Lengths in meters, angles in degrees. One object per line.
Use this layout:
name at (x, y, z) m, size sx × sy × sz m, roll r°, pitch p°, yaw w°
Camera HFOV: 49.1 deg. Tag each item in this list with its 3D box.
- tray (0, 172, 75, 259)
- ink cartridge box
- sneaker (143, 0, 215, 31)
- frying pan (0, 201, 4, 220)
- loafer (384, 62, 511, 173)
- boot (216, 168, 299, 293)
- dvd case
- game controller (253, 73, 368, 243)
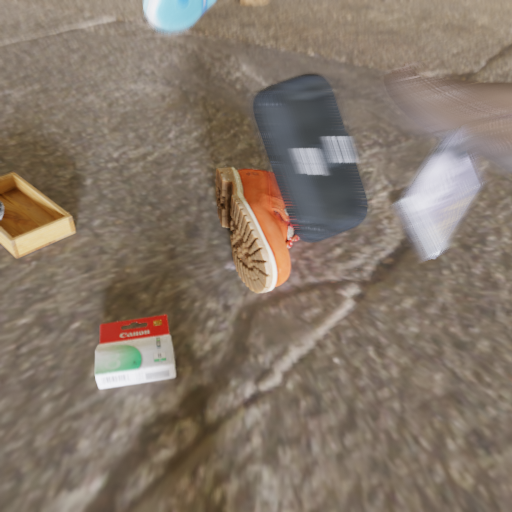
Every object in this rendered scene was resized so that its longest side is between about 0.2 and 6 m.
tray at (-4.478, -0.808, 10.408) m, size 1.134 × 0.426 × 2.300 m, roll -30°, pitch 45°, yaw -34°
ink cartridge box at (-1.688, 1.220, 7.778) m, size 1.023 × 0.318 × 1.271 m, roll -7°, pitch 39°, yaw -10°
sneaker at (-1.587, -5.014, 10.055) m, size 1.606 × 0.978 × 2.460 m, roll 29°, pitch 54°, yaw 12°
frying pan at (-5.512, -0.784, 10.057) m, size 2.297 × 0.374 × 1.390 m, roll 21°, pitch 57°, yaw 29°
loafer at (3.309, -2.005, 7.905) m, size 3.118 × 1.107 × 1.139 m, roll 28°, pitch 26°, yaw 1°
boot at (0.357, -0.609, 9.547) m, size 1.761 × 1.232 × 3.284 m, roll -2°, pitch 35°, yaw -11°
dvd case at (2.066, -0.690, 6.181) m, size 0.095 × 0.884 × 1.189 m, roll 11°, pitch 55°, yaw 50°
game controller at (0.729, -1.234, 7.149) m, size 1.077 × 2.065 × 0.435 m, roll -23°, pitch 12°, yaw -18°
